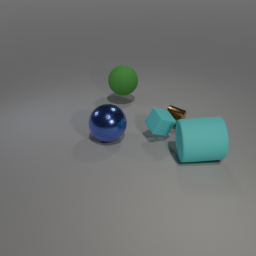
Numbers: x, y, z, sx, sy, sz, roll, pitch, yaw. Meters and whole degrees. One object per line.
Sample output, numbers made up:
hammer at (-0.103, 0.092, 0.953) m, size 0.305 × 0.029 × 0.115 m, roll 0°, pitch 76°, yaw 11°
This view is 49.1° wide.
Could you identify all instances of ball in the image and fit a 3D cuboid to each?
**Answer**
ball at (-0.226, -2.218, 13.077) m, size 1.400 × 1.400 × 1.400 m, roll 0°, pitch 29°, yaw 0°
ball at (-0.735, -0.183, 10.242) m, size 1.400 × 1.400 × 1.400 m, roll 0°, pitch 29°, yaw 0°

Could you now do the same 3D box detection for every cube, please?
cube at (1.168, -0.223, 10.155) m, size 0.700 × 0.700 × 0.700 m, roll 7°, pitch 37°, yaw -35°

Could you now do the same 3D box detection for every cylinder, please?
cylinder at (2.357, 0.374, 9.133) m, size 1.400 × 1.400 × 1.400 m, roll -4°, pitch 29°, yaw 1°
cylinder at (1.900, -0.482, 11.250) m, size 0.700 × 0.700 × 0.700 m, roll 23°, pitch 35°, yaw 18°
